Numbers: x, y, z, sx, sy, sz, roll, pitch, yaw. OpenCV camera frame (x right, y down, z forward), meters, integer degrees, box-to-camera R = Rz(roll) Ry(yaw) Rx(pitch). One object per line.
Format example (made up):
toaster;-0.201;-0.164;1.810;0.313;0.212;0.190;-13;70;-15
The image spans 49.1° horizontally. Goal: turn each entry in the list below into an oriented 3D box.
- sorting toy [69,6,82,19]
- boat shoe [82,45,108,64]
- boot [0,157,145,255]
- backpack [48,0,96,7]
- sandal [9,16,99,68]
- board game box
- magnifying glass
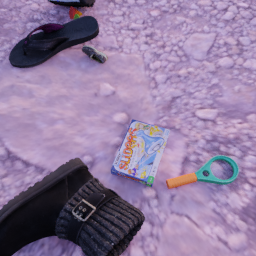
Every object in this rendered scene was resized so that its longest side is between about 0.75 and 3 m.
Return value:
sorting toy;-1.584;-3.610;9.345;0.417;0.420;1.210;-7;52;-33
boat shoe;-1.036;-2.194;8.387;0.891;0.318;0.293;27;56;11
boot;-1.219;1.968;5.247;2.728;1.026;2.039;-39;65;-23
backpack;-2.020;-4.599;9.526;1.515;1.165;1.236;-5;25;15
sandal;-2.283;-2.748;8.365;2.896;0.693;1.088;-27;66;-6
board game box;0.319;0.552;6.633;1.003;0.255;1.482;16;58;10
magnifying glass;1.697;1.062;6.354;1.709;0.191;0.680;-14;58;-8
